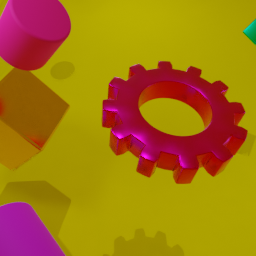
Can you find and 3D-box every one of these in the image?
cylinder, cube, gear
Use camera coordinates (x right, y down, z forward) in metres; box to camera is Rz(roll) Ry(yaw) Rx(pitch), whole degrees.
[{"bbox_3d":[-1.324,-1.329,3.851,0.815,0.815,0.815,17,62,-34],"label":"cylinder"},{"bbox_3d":[-2.149,-0.178,5.387,1.267,1.267,1.267,42,42,-21],"label":"cube"},{"bbox_3d":[3.247,-2.264,6.544,0.717,0.717,0.717,50,32,9],"label":"cube"},{"bbox_3d":[0.637,-0.187,3.994,1.981,0.366,1.981,4,50,-5],"label":"gear"},{"bbox_3d":[-1.595,1.854,3.932,1.148,1.148,1.148,-35,61,-23],"label":"cylinder"}]
